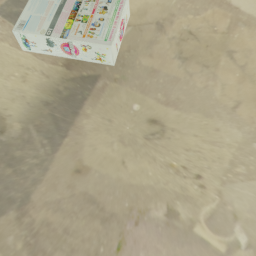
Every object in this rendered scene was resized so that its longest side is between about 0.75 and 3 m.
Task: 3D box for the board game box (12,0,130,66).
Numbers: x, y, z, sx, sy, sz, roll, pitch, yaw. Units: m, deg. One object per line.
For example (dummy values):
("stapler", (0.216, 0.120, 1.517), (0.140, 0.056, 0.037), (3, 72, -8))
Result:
("board game box", (-1.366, -2.722, 7.258), (2.495, 0.802, 1.840), (11, 64, 8))
